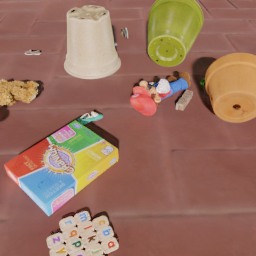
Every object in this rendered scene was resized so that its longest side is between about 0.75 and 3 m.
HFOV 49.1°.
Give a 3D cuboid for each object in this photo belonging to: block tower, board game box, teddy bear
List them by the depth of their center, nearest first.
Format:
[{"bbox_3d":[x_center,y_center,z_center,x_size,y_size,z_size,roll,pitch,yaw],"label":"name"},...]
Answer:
[{"bbox_3d":[-2.013,1.082,8.800,2.145,0.565,2.804,31,50,30],"label":"board game box"},{"bbox_3d":[2.322,-1.135,11.473,0.325,0.304,1.126,21,47,24],"label":"block tower"},{"bbox_3d":[-5.009,-1.516,11.475,2.678,0.894,1.942,2,40,2],"label":"teddy bear"}]

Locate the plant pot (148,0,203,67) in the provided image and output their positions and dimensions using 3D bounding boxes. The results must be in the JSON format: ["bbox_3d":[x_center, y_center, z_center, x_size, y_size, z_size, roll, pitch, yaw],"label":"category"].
[{"bbox_3d":[2.139,-4.566,13.779,2.822,2.822,2.717,10,54,11],"label":"plant pot"}]

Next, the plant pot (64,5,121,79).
[{"bbox_3d":[-1.770,-4.140,13.125,2.820,2.581,2.820,0,42,0],"label":"plant pot"}]

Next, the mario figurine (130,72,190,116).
[{"bbox_3d":[1.164,-1.640,11.051,2.831,1.748,1.501,-30,64,-35],"label":"mario figurine"}]

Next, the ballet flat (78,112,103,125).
[{"bbox_3d":[-1.412,-0.414,10.599,1.030,0.362,0.347,-21,29,-23],"label":"ballet flat"}]

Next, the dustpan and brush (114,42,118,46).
[{"bbox_3d":[-1.371,-5.028,15.759,1.906,0.545,1.330,23,57,32],"label":"dustpan and brush"}]

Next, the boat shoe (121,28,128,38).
[{"bbox_3d":[-0.201,-5.492,16.272,0.366,0.433,1.215,-6,35,-2],"label":"boat shoe"}]

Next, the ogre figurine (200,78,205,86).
[{"bbox_3d":[3.833,-2.024,12.248,1.190,0.584,0.714,-1,45,27],"label":"ogre figurine"}]

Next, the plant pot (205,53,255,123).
[{"bbox_3d":[3.971,-1.314,10.248,2.321,2.321,1.625,9,51,10],"label":"plant pot"}]

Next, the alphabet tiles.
[{"bbox_3d":[-1.154,2.919,7.086,1.629,0.122,1.666,-17,45,-17],"label":"alphabet tiles"}]

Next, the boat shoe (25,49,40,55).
[{"bbox_3d":[-5.037,-4.011,14.730,0.813,0.242,0.292,1,42,1],"label":"boat shoe"}]
